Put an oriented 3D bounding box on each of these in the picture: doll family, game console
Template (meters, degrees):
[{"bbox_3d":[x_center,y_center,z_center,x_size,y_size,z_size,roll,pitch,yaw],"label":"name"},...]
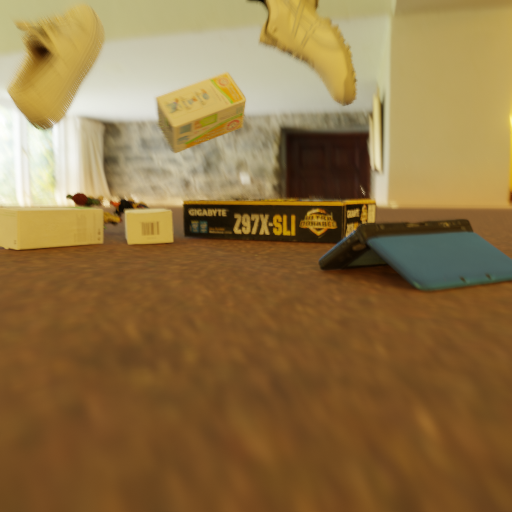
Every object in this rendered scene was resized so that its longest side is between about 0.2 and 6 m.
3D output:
[{"bbox_3d":[-3.318,-0.987,13.539,2.583,1.013,1.493,3,2,0],"label":"doll family"},{"bbox_3d":[2.008,0.163,6.967,1.863,1.103,1.590,-3,-24,-29],"label":"game console"}]

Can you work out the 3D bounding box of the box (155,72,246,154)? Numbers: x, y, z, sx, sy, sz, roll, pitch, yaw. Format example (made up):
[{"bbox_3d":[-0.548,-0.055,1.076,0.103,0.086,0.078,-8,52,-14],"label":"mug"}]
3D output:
[{"bbox_3d":[-1.125,-2.934,11.475,1.644,0.833,0.925,-25,-20,-17],"label":"box"}]

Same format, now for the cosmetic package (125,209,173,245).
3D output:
[{"bbox_3d":[-2.253,-0.629,11.628,0.924,0.665,1.638,-4,8,-16],"label":"cosmetic package"}]

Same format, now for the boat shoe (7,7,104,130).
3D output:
[{"bbox_3d":[-2.698,-2.714,7.289,0.772,2.089,0.891,3,-29,24],"label":"boat shoe"}]

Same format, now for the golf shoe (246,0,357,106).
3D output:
[{"bbox_3d":[0.581,-2.857,7.467,1.033,2.124,0.832,-25,-4,-1],"label":"golf shoe"}]

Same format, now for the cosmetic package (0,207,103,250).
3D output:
[{"bbox_3d":[-3.891,-0.543,10.597,0.942,0.742,1.750,8,9,39],"label":"cosmetic package"}]

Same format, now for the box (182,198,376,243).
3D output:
[{"bbox_3d":[0.613,-0.883,12.910,3.713,0.916,2.965,3,9,24],"label":"box"}]
